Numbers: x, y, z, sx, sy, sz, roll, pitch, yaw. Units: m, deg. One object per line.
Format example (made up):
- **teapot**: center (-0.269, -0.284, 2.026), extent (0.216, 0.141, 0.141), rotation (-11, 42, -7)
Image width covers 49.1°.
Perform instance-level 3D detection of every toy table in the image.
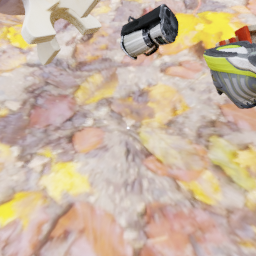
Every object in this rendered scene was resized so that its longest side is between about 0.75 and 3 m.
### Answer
- **toy table**: center (-1.675, -2.551, 5.979), extent (2.451, 2.253, 1.435), rotation (-37, 91, -40)

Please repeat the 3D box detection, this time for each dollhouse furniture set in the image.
- **dollhouse furniture set**: center (2.760, -1.694, 5.242), extent (1.170, 2.246, 2.271), rotation (-19, 96, -8)

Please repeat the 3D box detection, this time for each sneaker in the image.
- **sneaker**: center (1.944, -0.668, 4.014), extent (0.824, 0.902, 2.229), rotation (-23, 27, -6)

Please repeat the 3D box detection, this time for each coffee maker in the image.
- **coffee maker**: center (0.430, -2.102, 5.864), extent (1.101, 0.742, 1.058), rotation (-13, 82, 39)
